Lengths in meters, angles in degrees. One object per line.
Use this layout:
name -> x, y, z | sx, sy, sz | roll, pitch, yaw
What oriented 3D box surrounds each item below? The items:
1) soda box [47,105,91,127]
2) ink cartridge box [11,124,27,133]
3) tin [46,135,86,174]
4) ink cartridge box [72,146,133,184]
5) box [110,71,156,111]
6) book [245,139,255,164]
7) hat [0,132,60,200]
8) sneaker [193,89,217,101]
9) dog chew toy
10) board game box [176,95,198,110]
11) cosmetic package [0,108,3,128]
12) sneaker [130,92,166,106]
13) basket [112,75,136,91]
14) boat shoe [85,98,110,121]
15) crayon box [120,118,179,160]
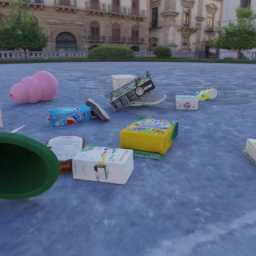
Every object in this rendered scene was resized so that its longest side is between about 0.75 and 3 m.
soda box -> -2.553, -0.556, 12.094 | 1.766, 0.567, 0.599 | -11, 35, -32
ink cartridge box -> -3.779, 0.684, 7.375 | 1.983, 0.466, 1.960 | -20, 14, 6
tin -> -1.897, 0.720, 8.448 | 1.255, 0.469, 2.242 | 2, 17, -8
ink cartridge box -> -0.625, 0.943, 7.390 | 1.386, 0.582, 1.003 | 4, 18, 13
box -> 0.207, -1.951, 14.507 | 2.389, 0.529, 1.914 | -29, 21, 11
book -> 4.321, 0.907, 7.778 | 1.370, 0.493, 2.051 | 3, 18, 2
hat -> -2.517, 0.252, 6.357 | 1.987, 2.399, 2.112 | 14, 40, -20
sneaker -> 4.661, -2.087, 17.174 | 1.712, 0.648, 0.899 | -14, 21, -35
dog chew toy -> -5.448, -2.252, 16.150 | 1.746, 1.746, 2.803 | 15, 30, 39
board game box -> 3.169, -1.406, 15.213 | 1.151, 0.502, 1.561 | 2, 16, 9
cosmetic package -> -6.093, -0.770, 12.003 | 0.831, 1.177, 2.273 | -12, 19, -32
sneaker -> 1.070, -1.707, 15.238 | 2.014, 0.826, 0.752 | -7, 18, 7
basket -> -0.317, -3.158, 19.853 | 1.378, 1.118, 1.390 | -6, 19, -20
boat shoe -> -1.542, -0.699, 12.972 | 0.738, 0.855, 2.353 | -43, 32, -5
crayon box -> 0.727, 0.261, 9.554 | 1.523, 0.625, 2.423 | 6, 19, 20
